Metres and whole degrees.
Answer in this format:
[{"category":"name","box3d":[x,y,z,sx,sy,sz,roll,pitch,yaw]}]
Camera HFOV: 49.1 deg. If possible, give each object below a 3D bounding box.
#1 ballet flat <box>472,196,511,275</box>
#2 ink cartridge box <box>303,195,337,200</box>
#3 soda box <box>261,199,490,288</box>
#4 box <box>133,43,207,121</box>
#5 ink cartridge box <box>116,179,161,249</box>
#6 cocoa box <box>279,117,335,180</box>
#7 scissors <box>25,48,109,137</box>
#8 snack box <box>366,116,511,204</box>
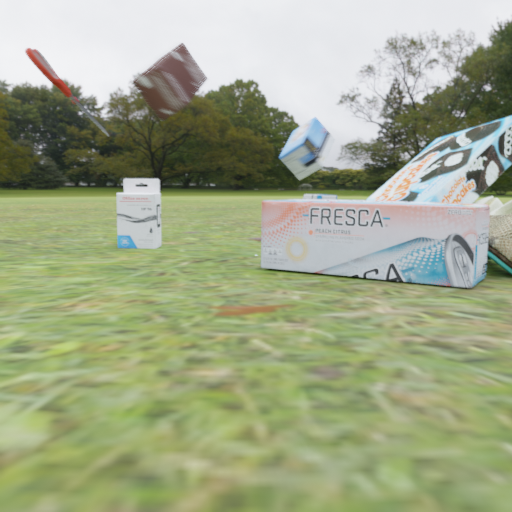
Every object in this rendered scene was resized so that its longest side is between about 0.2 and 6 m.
[{"category":"ballet flat","box3d":[3.403,-0.388,8.085,0.932,1.035,2.748,36,6,-5]},{"category":"ink cartridge box","box3d":[1.725,-1.233,15.262,0.510,0.870,1.188,-2,8,-17]},{"category":"soda box","box3d":[1.446,-0.231,7.246,2.824,0.966,0.898,5,9,32]},{"category":"box","box3d":[-1.178,-2.470,7.865,0.486,0.649,1.296,-25,26,25]},{"category":"ink cartridge box","box3d":[-2.157,-0.782,10.309,0.735,1.268,0.430,1,8,5]},{"category":"cocoa box","box3d":[1.267,-2.661,13.862,0.832,0.818,1.247,-26,28,43]},{"category":"scissors","box3d":[-3.872,-3.301,11.638,0.167,2.393,0.875,-36,31,2]},{"category":"snack box","box3d":[2.894,-1.156,9.196,3.131,0.581,1.819,-40,16,-25]}]
